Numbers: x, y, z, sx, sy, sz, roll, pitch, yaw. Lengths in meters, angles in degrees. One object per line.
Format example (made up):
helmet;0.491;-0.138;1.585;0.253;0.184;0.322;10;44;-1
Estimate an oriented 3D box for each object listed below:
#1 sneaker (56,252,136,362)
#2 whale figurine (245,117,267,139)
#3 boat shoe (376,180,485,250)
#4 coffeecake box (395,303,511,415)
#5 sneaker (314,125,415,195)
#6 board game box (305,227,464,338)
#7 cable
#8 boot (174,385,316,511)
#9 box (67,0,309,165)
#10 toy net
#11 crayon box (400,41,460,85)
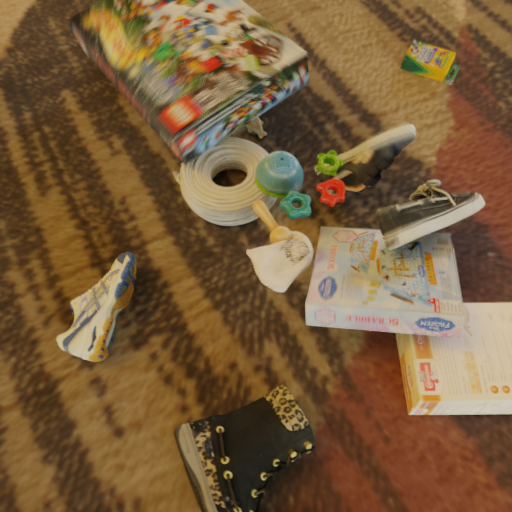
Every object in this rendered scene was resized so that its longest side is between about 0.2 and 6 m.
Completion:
sneaker;-2.709;0.746;9.563;0.901;0.770;2.045;12;58;7
whale figurine;-0.021;-2.755;12.101;0.434;0.283;0.545;-41;91;-23
boat shoe;3.002;-0.846;9.703;2.429;0.897;0.830;-21;87;-27
coffeecake box;3.450;1.637;8.985;2.142;0.782;1.644;0;58;0
sneaker;2.144;-1.725;10.619;0.825;2.103;0.835;-19;87;-51
board game box;2.111;0.341;9.320;2.332;0.481;2.338;4;34;12
cable;-0.525;-1.517;11.032;1.948;0.674;1.948;-20;60;-12
boot;0.114;3.203;7.946;1.905;0.911;2.523;-22;61;-16
box;-1.494;-4.264;11.634;3.079;0.850;4.509;-36;62;-11
toy net;0.688;-0.615;9.807;1.630;0.600;3.106;8;59;-1
crayon box;4.130;-4.547;13.152;1.244;0.321;0.782;23;61;13
